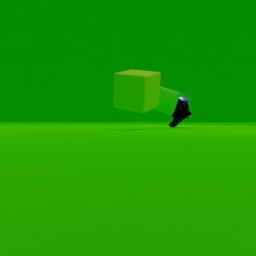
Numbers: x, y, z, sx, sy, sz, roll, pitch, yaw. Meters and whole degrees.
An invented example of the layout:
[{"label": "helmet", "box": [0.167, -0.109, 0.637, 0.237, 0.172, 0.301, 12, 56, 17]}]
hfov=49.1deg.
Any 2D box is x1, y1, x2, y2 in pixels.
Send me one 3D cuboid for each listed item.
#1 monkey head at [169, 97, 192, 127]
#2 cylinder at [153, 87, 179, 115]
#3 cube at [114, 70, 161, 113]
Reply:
[{"label": "monkey head", "box": [1.549, -0.529, 9.036, 0.919, 0.770, 1.277, -43, 19, -22]}, {"label": "cylinder", "box": [1.094, -0.835, 8.470, 0.716, 0.716, 0.716, 21, 7, 14]}, {"label": "cube", "box": [0.244, -0.995, 7.355, 0.914, 0.914, 0.914, 12, 22, 27]}]
